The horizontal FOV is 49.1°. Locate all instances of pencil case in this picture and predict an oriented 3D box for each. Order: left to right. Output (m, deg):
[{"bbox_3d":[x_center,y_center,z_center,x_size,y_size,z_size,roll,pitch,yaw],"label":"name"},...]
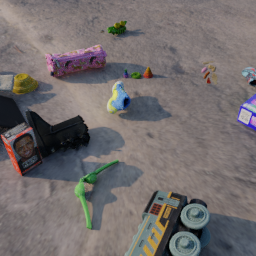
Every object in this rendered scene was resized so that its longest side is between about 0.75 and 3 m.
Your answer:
[{"bbox_3d":[-2.221,-2.941,12.176,2.556,1.058,1.106,-15,42,-16],"label":"pencil case"}]

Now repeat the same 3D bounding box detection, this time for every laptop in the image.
[{"bbox_3d":[-4.986,-0.204,9.625,2.311,1.339,2.164,13,27,-47],"label":"laptop"}]

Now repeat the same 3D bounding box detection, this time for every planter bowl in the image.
[{"bbox_3d":[-4.326,-1.921,11.514,1.141,0.475,1.141,0,43,0],"label":"planter bowl"}]

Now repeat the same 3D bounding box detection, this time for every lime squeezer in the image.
[{"bbox_3d":[-0.973,1.579,7.798,0.821,0.439,2.325,11,43,12],"label":"lime squeezer"}]

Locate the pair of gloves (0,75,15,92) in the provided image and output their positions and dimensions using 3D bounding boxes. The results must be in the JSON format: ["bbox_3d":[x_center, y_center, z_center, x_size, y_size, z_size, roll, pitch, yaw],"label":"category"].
[{"bbox_3d":[-5.497,-1.165,10.204,2.154,0.444,2.534,8,59,-3],"label":"pair of gloves"}]

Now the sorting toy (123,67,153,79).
[{"bbox_3d":[0.444,-2.422,12.072,1.304,0.449,0.452,-2,43,-3],"label":"sorting toy"}]

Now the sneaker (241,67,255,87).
[{"bbox_3d":[5.191,-2.084,11.663,0.622,0.517,1.303,-25,48,-22],"label":"sneaker"}]

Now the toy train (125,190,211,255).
[{"bbox_3d":[0.840,2.646,6.214,1.586,1.186,2.783,10,44,28],"label":"toy train"}]

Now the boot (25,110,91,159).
[{"bbox_3d":[-2.310,-0.015,9.257,1.688,0.762,2.060,-22,54,-19],"label":"boot"}]

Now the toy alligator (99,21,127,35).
[{"bbox_3d":[-0.681,-5.269,15.103,1.977,0.586,0.536,-35,94,-32],"label":"toy alligator"}]

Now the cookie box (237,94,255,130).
[{"bbox_3d":[5.144,-0.579,9.861,1.966,0.739,1.681,-32,50,-30],"label":"cookie box"}]

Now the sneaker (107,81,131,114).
[{"bbox_3d":[-0.195,-1.147,10.341,0.826,0.596,1.573,-4,51,26],"label":"sneaker"}]

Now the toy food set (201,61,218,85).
[{"bbox_3d":[2.844,-1.907,9.823,0.520,0.818,0.129,-6,6,9],"label":"toy food set"}]

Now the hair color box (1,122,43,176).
[{"bbox_3d":[-3.008,0.629,8.041,0.447,1.461,0.741,32,52,30],"label":"hair color box"}]
